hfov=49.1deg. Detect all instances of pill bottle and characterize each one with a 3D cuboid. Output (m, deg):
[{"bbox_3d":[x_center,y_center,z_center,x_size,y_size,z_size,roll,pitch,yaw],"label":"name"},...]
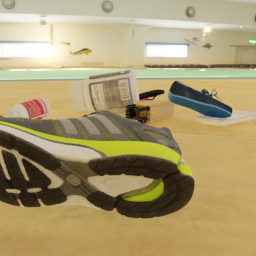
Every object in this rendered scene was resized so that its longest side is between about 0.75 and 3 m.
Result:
[{"bbox_3d":[-2.724,-0.433,7.679,0.591,0.591,1.052,11,25,36],"label":"pill bottle"},{"bbox_3d":[-0.752,-1.208,9.397,2.136,1.215,1.215,-7,14,7],"label":"pill bottle"}]

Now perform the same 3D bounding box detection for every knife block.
[{"bbox_3d":[0.669,-0.455,8.165,1.595,0.510,1.401,-2,15,-3],"label":"knife block"}]

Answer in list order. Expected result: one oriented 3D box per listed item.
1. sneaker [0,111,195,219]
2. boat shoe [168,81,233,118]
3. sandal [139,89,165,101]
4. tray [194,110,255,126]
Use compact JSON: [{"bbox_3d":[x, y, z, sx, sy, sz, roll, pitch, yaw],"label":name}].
[{"bbox_3d":[-0.652,0.274,3.264,2.723,1.006,1.102,11,29,0],"label":"sneaker"},{"bbox_3d":[2.047,-0.821,7.636,1.876,0.644,0.790,21,-22,-15],"label":"boat shoe"},{"bbox_3d":[0.503,-1.037,10.609,2.006,0.452,0.753,-17,-8,-21],"label":"sandal"},{"bbox_3d":[2.850,-0.285,7.905,1.874,0.208,1.006,-10,12,-34],"label":"tray"}]
